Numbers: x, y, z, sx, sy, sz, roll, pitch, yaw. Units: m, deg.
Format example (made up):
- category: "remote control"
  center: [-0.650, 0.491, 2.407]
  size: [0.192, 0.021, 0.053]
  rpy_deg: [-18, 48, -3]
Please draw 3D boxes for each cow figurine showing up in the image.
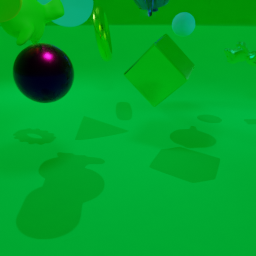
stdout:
- category: "cow figurine"
  center: [3.767, -2.329, 9.217]
  size: [1.024, 1.007, 0.562]
  rpy_deg: [-27, 17, 5]

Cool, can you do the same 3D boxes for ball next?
- category: "ball"
  center: [-1.743, -1.133, 5.839]
  size: [1.230, 1.230, 1.230]
  rpy_deg: [0, 22, 0]
- category: "ball"
  center: [1.874, -3.489, 9.451]
  size: [0.770, 0.770, 0.770]
  rpy_deg: [0, 22, 0]

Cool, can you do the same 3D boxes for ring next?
- category: "ring"
  center: [-0.910, -3.428, 10.265]
  size: [0.391, 1.957, 1.957]
  rpy_deg: [-8, 22, 4]

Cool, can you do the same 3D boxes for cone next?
- category: "cone"
  center: [-2.125, -3.790, 8.930]
  size: [1.652, 1.652, 1.658]
  rpy_deg: [-10, 4, -22]

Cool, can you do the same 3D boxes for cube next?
- category: "cube"
  center: [0.765, -1.376, 6.655]
  size: [1.082, 1.082, 1.082]
  rpy_deg: [-39, 9, 35]

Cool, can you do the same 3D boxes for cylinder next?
- category: "cylinder"
  center: [-2.527, -2.714, 5.135]
  size: [1.073, 1.073, 1.073]
  rpy_deg: [-6, 61, -14]

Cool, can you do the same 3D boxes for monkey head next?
- category: "monkey head"
  center: [-2.292, -2.725, 6.494]
  size: [1.392, 1.934, 1.166]
  rpy_deg: [-21, -10, 12]

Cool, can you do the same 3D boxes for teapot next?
- category: "teapot"
  center: [0.688, -3.816, 8.033]
  size: [1.238, 0.975, 1.991]
  rpy_deg: [-4, 39, 16]
